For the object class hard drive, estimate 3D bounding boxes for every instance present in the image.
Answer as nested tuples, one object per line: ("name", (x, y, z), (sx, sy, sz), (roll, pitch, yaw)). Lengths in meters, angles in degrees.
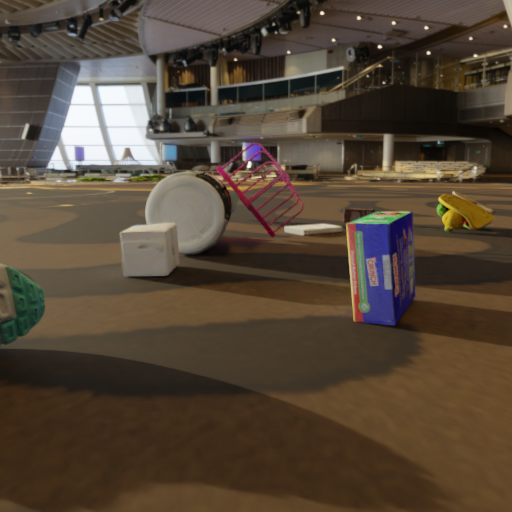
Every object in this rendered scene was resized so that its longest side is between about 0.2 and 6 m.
("hard drive", (1.566, -0.718, 15.323), (1.328, 0.177, 0.876), (-6, 11, -32))

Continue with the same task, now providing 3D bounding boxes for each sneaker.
("sneaker", (-3.726, 0.489, 5.940), (2.820, 1.094, 1.286), (-1, 6, -17))

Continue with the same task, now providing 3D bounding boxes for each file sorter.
("file sorter", (0.192, -1.594, 13.395), (1.334, 1.204, 1.920), (53, 3, 27))

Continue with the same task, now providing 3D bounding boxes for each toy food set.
("toy food set", (5.862, -1.069, 15.950), (1.531, 0.850, 2.602), (31, 24, 21))

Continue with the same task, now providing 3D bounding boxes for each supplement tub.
("supplement tub", (-1.437, -1.066, 12.757), (1.732, 1.732, 2.827), (0, 9, 0))

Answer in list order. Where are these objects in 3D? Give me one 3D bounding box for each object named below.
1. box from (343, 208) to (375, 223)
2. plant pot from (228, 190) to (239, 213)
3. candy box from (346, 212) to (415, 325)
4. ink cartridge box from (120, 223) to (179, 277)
("box", (3.229, -1.243, 17.548), (0.926, 0.464, 0.347), (5, 11, 23))
("plant pot", (-1.026, -1.824, 18.454), (0.676, 0.663, 0.662), (21, -18, -19))
("candy box", (1.680, 0.103, 7.339), (0.574, 1.261, 1.491), (-1, 9, 25))
("ink cartridge box", (-1.868, -0.122, 9.950), (0.809, 0.795, 1.099), (-3, 10, 2))
